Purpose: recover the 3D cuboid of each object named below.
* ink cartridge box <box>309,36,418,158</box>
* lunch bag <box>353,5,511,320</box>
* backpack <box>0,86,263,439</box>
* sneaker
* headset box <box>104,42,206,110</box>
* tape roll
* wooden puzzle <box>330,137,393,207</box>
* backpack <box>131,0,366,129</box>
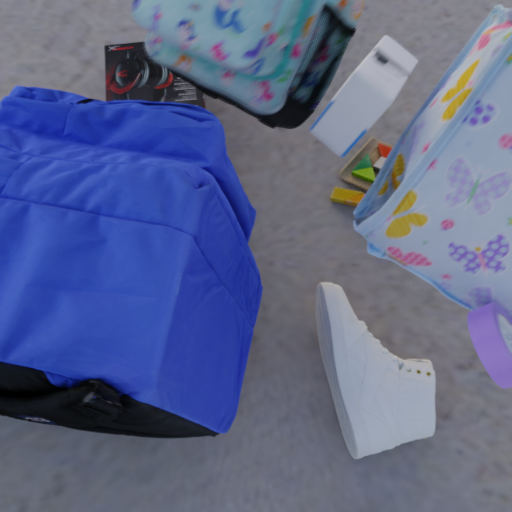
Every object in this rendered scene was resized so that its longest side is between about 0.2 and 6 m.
[{"bbox_3d":[1.185,-1.752,6.107,0.505,0.867,1.199,39,45,-3],"label":"ink cartridge box"},{"bbox_3d":[2.779,-0.833,6.131,2.473,1.854,2.916,30,110,-3],"label":"lunch bag"},{"bbox_3d":[-2.470,0.082,7.036,4.680,3.803,3.927,7,64,14],"label":"backpack"},{"bbox_3d":[1.716,1.460,7.948,1.410,0.899,2.440,-11,75,-7],"label":"sneaker"},{"bbox_3d":[-1.734,-2.659,9.841,1.677,0.846,2.256,-6,65,-3],"label":"headset box"},{"bbox_3d":[2.577,0.938,5.914,0.282,0.861,0.861,-30,61,31],"label":"tape roll"},{"bbox_3d":[2.168,-1.487,9.524,1.267,0.220,1.878,25,64,26],"label":"wooden puzzle"},{"bbox_3d":[0.035,-3.656,7.550,2.742,2.325,3.089,32,99,21],"label":"backpack"}]
